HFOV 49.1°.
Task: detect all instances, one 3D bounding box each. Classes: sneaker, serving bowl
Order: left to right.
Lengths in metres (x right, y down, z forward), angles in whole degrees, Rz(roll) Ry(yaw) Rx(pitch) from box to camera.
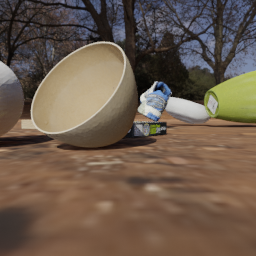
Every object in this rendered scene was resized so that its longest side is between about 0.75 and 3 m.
[{"bbox_3d":[0.986,-0.977,8.953,0.917,1.014,2.381,30,19,-6],"label":"sneaker"},{"bbox_3d":[2.407,-0.621,11.579,2.082,0.685,2.082,19,-2,1],"label":"serving bowl"}]

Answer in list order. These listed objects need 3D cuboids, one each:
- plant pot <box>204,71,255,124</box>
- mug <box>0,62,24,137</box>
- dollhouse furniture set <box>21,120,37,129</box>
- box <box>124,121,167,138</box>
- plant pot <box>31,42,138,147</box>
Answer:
[{"bbox_3d":[3.727,-0.951,9.506,2.018,1.888,1.888,-8,4,-14],"label":"plant pot"},{"bbox_3d":[-1.955,-0.172,3.205,1.142,1.426,1.170,33,3,-15],"label":"mug"},{"bbox_3d":[-2.275,-0.636,8.508,1.510,1.293,1.587,2,3,37],"label":"dollhouse furniture set"},{"bbox_3d":[0.051,0.008,5.215,0.935,0.258,1.167,1,2,35],"label":"box"},{"bbox_3d":[-0.351,-0.239,3.106,1.169,1.169,0.785,1,-31,35],"label":"plant pot"}]
